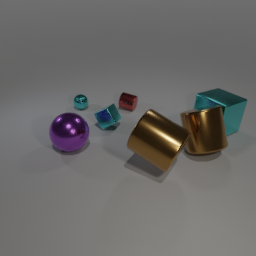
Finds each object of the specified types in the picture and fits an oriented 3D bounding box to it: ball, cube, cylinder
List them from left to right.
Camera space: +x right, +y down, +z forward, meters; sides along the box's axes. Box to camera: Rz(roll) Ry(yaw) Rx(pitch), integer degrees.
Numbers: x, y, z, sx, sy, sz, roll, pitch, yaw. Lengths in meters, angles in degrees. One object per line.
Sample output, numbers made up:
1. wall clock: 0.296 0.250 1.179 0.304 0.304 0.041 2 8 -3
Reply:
1. ball: -2.068 0.145 9.900 1.400 1.400 1.400 0 30 0
2. ball: -2.175 -1.212 12.935 0.700 0.700 0.700 0 30 0
3. cube: -0.810 -0.480 11.341 0.700 0.700 0.700 -23 11 28
4. cylinder: 0.015 -1.225 12.879 0.700 0.700 0.700 18 34 15
5. cylinder: 0.908 0.368 8.288 1.400 1.400 1.400 32 39 13
6. cylinder: 2.595 0.041 9.601 1.400 1.400 1.400 -12 6 1
7. cube: 3.547 -0.607 11.035 1.400 1.400 1.400 -17 35 -34
